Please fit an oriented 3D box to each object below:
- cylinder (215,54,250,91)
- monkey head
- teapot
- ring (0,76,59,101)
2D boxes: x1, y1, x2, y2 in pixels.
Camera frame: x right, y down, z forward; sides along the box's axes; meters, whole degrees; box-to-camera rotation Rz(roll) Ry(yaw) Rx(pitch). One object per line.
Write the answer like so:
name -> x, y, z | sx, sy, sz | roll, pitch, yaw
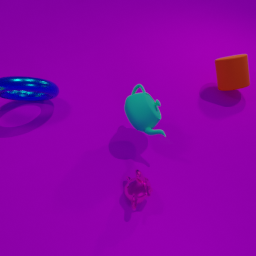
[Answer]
cylinder -> 3.548, -1.892, 9.534 | 1.045, 1.045, 1.045 | -11, 14, 3
monkey head -> 0.188, 1.444, 6.951 | 0.677, 0.809, 1.124 | -26, 33, 7
teapot -> 0.506, -0.444, 7.847 | 0.910, 1.156, 1.859 | -29, 62, 20
ring -> -3.201, -1.193, 8.748 | 2.059, 2.059, 0.412 | -1, 85, -1
